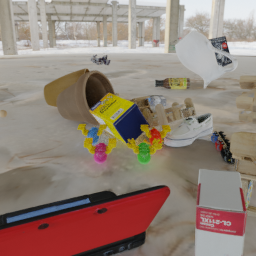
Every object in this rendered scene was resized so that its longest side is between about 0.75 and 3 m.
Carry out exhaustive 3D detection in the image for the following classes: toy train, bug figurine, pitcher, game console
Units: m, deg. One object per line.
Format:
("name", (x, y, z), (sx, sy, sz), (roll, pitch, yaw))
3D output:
("toy train", (3.016, 0.567, 8.892), (0.478, 0.356, 2.087), (-10, 19, 8))
("bug figurine", (-0.149, 0.445, 8.582), (2.942, 0.757, 2.282), (2, 21, 3))
("pitcher", (2.422, -2.252, 8.730), (1.045, 1.724, 1.479), (-48, 11, -36))
("game console", (-1.150, 1.355, 4.525), (2.856, 1.695, 2.462), (-8, 21, -23))

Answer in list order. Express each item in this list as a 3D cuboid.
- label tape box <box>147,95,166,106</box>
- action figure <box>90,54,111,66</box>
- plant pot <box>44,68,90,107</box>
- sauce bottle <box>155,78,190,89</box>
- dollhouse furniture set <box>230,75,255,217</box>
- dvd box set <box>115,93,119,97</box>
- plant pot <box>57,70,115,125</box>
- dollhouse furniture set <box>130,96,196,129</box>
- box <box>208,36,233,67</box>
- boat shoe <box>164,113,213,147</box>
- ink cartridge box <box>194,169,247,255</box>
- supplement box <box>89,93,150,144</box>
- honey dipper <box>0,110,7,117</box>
("label tape box", (1.287, -1.417, 14.479), (1.219, 0.386, 0.879), (-2, 19, -7))
("action figure", (-1.383, -3.356, 13.837), (0.757, 0.403, 1.163), (46, 34, 18))
("plant pot", (-2.801, -1.713, 13.287), (2.135, 1.990, 1.990), (-6, 19, 6))
("sauce bottle", (2.880, -2.890, 18.221), (2.271, 0.735, 0.735), (-2, 19, -1))
("dollhouse furniture set", (3.127, 0.587, 5.829), (1.763, 2.489, 2.710), (8, -9, 25))
("dvd box set", (-1.241, -1.282, 13.033), (1.593, 0.234, 1.165), (0, -21, -5))
("plant pot", (-1.821, -1.102, 11.489), (1.902, 2.181, 2.181), (-8, 13, 31))
("dollhouse furniture set", (1.123, -0.723, 10.137), (1.740, 1.233, 1.895), (-16, -1, -42))
("box", (3.491, -3.042, 11.569), (1.274, 1.160, 0.663), (-16, 2, -19))
("boat shoe", (2.134, -0.027, 9.838), (0.884, 0.802, 2.403), (18, 26, 42))
("ink cartridge box", (1.340, 1.557, 4.208), (0.633, 1.528, 1.113), (3, 19, 15))
("supplement box", (-0.325, -0.355, 9.609), (1.020, 1.014, 1.863), (-44, 36, -13))
("honey dipper", (-6.818, -0.702, 12.360), (2.972, 0.564, 0.564), (5, 20, 3))
